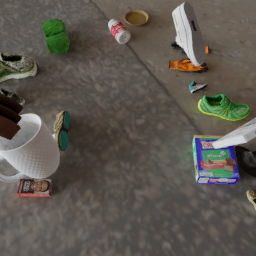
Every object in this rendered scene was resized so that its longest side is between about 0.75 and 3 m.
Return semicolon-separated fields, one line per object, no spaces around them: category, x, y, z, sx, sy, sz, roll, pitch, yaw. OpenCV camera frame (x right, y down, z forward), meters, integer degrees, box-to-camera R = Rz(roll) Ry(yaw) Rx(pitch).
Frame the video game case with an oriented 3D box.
video game case;3.589;-0.031;7.921;1.929;2.117;0.243;-29;84;-7

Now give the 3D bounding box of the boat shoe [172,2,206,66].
boat shoe;2.067;-3.194;9.831;0.776;0.764;2.187;-21;95;-37

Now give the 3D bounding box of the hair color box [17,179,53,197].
hair color box;-3.220;2.082;9.743;1.083;0.332;0.550;0;57;-1

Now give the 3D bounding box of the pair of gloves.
pair of gloves;2.910;-3.427;13.340;1.877;0.260;2.106;9;57;6

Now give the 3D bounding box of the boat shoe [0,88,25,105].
boat shoe;-4.963;-1.326;11.876;1.221;0.433;0.440;22;60;13

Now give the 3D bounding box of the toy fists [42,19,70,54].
toy fists;-3.482;-4.504;13.770;1.099;0.741;2.155;-19;60;-3

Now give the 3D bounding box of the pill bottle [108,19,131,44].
pill bottle;-0.463;-4.857;13.980;0.717;0.717;1.277;-25;61;-15

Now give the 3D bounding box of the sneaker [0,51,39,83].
sneaker;-5.584;-2.805;12.292;2.992;1.326;1.150;-14;58;-9

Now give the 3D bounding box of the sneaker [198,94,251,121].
sneaker;3.927;-0.860;11.316;2.081;0.870;0.771;8;57;4

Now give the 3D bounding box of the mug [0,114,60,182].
mug;-3.444;0.929;9.438;2.221;1.947;1.640;-37;45;-16

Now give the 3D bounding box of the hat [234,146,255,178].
hat;4.405;1.104;9.923;1.327;0.535;1.327;20;52;-27

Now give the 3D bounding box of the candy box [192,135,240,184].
candy box;3.142;1.121;10.170;1.425;0.649;1.685;1;56;2

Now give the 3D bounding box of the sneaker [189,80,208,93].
sneaker;3.038;-1.891;12.308;0.852;0.356;0.514;-22;69;-12

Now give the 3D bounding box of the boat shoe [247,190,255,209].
boat shoe;4.373;2.484;9.519;0.319;0.272;0.869;-19;59;-12

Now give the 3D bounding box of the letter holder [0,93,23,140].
letter holder;-3.252;-0.361;7.042;0.848;1.193;0.600;-45;51;8

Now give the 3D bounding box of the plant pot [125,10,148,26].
plant pot;0.451;-5.854;14.952;1.261;0.173;1.261;0;57;1

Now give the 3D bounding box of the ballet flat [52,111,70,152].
ballet flat;-2.626;0.155;10.928;0.594;0.641;1.819;-16;52;21
